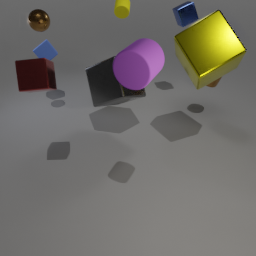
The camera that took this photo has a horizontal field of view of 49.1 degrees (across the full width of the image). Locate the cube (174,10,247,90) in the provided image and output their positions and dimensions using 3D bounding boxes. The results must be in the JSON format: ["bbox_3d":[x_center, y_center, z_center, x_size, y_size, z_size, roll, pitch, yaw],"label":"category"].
[{"bbox_3d":[2.290,-2.171,8.070,1.400,1.400,1.400,-30,-11,7],"label":"cube"}]

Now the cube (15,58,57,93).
[{"bbox_3d":[-2.153,-1.228,6.621,0.700,0.700,0.700,-5,6,2],"label":"cube"}]

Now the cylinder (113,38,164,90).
[{"bbox_3d":[0.193,-1.108,4.832,0.700,0.700,0.700,14,37,21],"label":"cylinder"}]

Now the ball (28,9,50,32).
[{"bbox_3d":[-2.897,-3.504,9.144,0.700,0.700,0.700,0,32,0],"label":"ball"}]

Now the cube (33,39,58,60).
[{"bbox_3d":[-3.383,-3.132,11.518,0.700,0.700,0.700,-38,24,2],"label":"cube"}]

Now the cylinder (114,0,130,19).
[{"bbox_3d":[-0.263,-5.499,12.778,0.700,0.700,0.700,2,59,3],"label":"cylinder"}]

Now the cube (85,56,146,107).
[{"bbox_3d":[-0.419,-1.606,9.900,1.400,1.400,1.400,-12,0,37],"label":"cube"}]

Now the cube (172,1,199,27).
[{"bbox_3d":[2.269,-4.503,11.069,0.700,0.700,0.700,-25,28,5],"label":"cube"}]

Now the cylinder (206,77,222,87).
[{"bbox_3d":[3.252,-2.043,10.772,0.700,0.700,0.700,9,47,-10],"label":"cylinder"}]
